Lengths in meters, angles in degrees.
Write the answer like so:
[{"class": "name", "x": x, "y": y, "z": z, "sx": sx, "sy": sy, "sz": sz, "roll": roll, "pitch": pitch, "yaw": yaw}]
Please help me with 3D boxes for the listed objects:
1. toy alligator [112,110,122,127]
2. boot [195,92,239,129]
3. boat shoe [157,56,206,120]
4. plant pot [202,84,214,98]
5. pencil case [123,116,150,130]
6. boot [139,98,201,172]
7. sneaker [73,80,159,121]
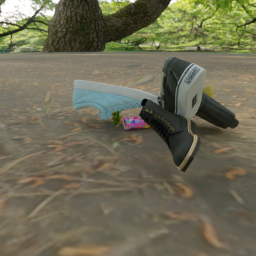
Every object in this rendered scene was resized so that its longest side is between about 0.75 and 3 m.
[{"class": "toy alligator", "x": -0.319, "y": -0.199, "z": 7.639, "sx": 0.272, "sy": 0.820, "sz": 0.197, "roll": 29, "pitch": 62, "yaw": 15}, {"class": "boot", "x": 2.040, "y": -0.700, "z": 8.305, "sx": 1.797, "sy": 1.006, "sz": 2.599, "roll": 29, "pitch": 17, "yaw": -5}, {"class": "boat shoe", "x": 1.132, "y": -0.661, "z": 6.340, "sx": 0.813, "sy": 2.553, "sz": 0.903, "roll": 35, "pitch": 70, "yaw": 20}, {"class": "plant pot", "x": 2.497, "y": -1.015, "z": 9.346, "sx": 0.856, "sy": 0.608, "sz": 0.856, "roll": -21, "pitch": 0, "yaw": 0}, {"class": "pencil case", "x": 0.285, "y": -0.156, "z": 7.847, "sx": 0.847, "sy": 0.374, "sz": 0.374, "roll": -6, "pitch": 19, "yaw": -13}, {"class": "boot", "x": 0.669, "y": 0.068, "z": 5.323, "sx": 1.206, "sy": 0.675, "sz": 1.744, "roll": 30, "pitch": 20, "yaw": -4}, {"class": "sneaker", "x": -0.370, "y": -0.719, "z": 8.482, "sx": 2.695, "sy": 1.104, "sz": 0.996, "roll": 11, "pitch": 7, "yaw": 9}]
